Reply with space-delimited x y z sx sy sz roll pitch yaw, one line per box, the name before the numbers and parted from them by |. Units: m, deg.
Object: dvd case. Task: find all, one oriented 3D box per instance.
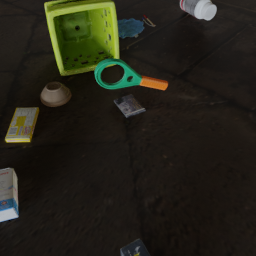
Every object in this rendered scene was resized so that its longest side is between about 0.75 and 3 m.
dvd case | 0.045 -0.818 10.114 0.762 0.082 1.025 -21 49 -20

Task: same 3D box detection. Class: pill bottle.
pill bottle | 3.832 -6.634 15.229 1.100 1.100 1.987 -22 49 -20

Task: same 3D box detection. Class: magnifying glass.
magnifying glass | 0.162 -1.662 9.377 2.635 1.049 0.295 9 41 -24

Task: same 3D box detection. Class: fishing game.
fishing game | -0.035 -4.951 14.078 2.611 0.406 1.869 -21 48 -10

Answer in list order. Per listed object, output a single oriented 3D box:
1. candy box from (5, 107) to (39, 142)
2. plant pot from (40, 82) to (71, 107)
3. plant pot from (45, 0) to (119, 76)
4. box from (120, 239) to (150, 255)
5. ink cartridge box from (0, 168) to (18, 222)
candy box | -3.496 -0.138 9.345 0.771 0.199 1.508 0 45 -3
plant pot | -2.702 -1.342 10.333 1.132 0.523 1.132 -1 45 1
plant pot | -1.998 -4.001 11.640 2.599 2.612 2.370 -16 40 -15
box | 0.480 3.190 5.101 0.474 1.467 1.860 -20 48 -19
ink cartridge box | -3.355 1.746 7.212 0.912 0.534 1.262 -12 48 -12
